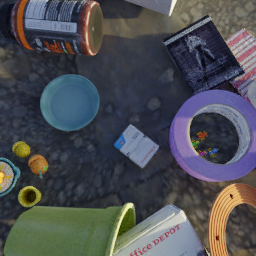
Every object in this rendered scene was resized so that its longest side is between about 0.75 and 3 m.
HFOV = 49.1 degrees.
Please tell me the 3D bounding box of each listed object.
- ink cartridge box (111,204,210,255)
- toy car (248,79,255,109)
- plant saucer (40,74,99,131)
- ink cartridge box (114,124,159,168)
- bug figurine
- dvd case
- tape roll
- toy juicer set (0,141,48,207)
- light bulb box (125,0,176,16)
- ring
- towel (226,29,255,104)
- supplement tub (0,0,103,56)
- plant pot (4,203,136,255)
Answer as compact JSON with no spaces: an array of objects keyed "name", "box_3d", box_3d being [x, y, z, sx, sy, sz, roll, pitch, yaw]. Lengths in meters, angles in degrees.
[{"name":"ink cartridge box","box_3d":[1.053,3.587,6.863,2.012,1.155,2.770,-31,88,-6]},{"name":"toy car","box_3d":[4.543,-1.129,7.703,2.132,1.827,2.436,-33,120,27]},{"name":"plant saucer","box_3d":[-1.722,-0.742,8.436,1.756,0.316,1.756,0,77,0]},{"name":"ink cartridge box","box_3d":[0.244,0.535,8.076,1.065,0.457,0.780,38,81,7]},{"name":"bug figurine","box_3d":[2.216,0.524,8.205,0.647,0.215,0.834,-30,80,-6]},{"name":"dvd case","box_3d":[2.287,-2.210,8.659,1.636,0.176,2.200,-28,78,6]},{"name":"tape roll","box_3d":[2.480,0.235,7.957,2.523,0.828,2.523,0,78,1]},{"name":"toy juicer set","box_3d":[-3.522,1.082,7.829,2.607,0.709,1.659,15,78,4]},{"name":"light bulb box","box_3d":[0.676,-5.447,8.796,2.605,1.640,2.628,21,78,5]},{"name":"ring","box_3d":[2.992,2.862,7.011,2.933,0.281,2.933,12,66,-29]},{"name":"towel","box_3d":[3.686,-1.933,8.734,1.543,0.315,2.109,-36,78,-7]},{"name":"supplement tub","box_3d":[-2.268,-3.019,8.246,2.868,1.534,1.534,9,77,11]},{"name":"plant pot","box_3d":[-1.341,2.953,6.633,2.528,2.750,2.750,7,77,14]}]
